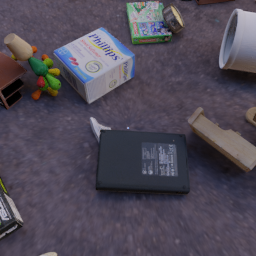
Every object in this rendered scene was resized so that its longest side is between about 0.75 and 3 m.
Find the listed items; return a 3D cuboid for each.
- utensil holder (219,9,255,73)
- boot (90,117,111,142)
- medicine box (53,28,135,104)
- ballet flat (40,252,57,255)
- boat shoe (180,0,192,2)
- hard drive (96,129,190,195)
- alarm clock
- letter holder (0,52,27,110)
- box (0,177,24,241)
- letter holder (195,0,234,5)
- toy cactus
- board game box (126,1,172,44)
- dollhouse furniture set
[{"bbox_3d":[4.152,-2.577,8.701,2.119,1.801,1.801,11,58,4],"label":"utensil holder"},{"bbox_3d":[-0.717,0.063,7.862,0.452,0.348,0.945,-19,67,-19],"label":"boot"},{"bbox_3d":[-1.021,-1.999,8.777,1.883,0.969,1.715,-35,64,-20],"label":"medicine box"},{"bbox_3d":[-2.003,2.947,5.970,1.006,0.314,0.339,-21,60,-14],"label":"ballet flat"},{"bbox_3d":[0.437,-3.360,5.886,2.480,0.929,0.767,14,56,-30],"label":"boat shoe"},{"bbox_3d":[0.364,0.832,7.143,2.282,0.375,1.592,4,61,-3],"label":"hard drive"},{"bbox_3d":[1.586,-3.824,9.919,0.491,0.994,1.474,-28,26,28],"label":"alarm clock"},{"bbox_3d":[-3.920,-1.560,8.591,1.658,0.834,1.179,32,61,19],"label":"letter holder"},{"bbox_3d":[-4.264,1.848,6.500,2.652,0.652,2.746,-33,63,-17],"label":"box"},{"bbox_3d":[3.511,-5.695,11.060,1.620,1.152,0.815,-10,58,-7],"label":"letter holder"},{"bbox_3d":[-2.919,-1.929,8.267,1.209,1.950,2.364,-36,57,2],"label":"toy cactus"},{"bbox_3d":[0.744,-3.979,10.453,1.409,0.305,2.095,-5,57,-3],"label":"board game box"},{"bbox_3d":[3.138,-0.554,7.057,1.823,2.406,2.745,40,92,21],"label":"dollhouse furniture set"}]
